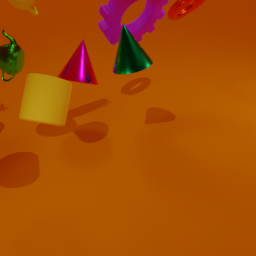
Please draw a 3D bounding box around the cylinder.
[{"bbox_3d":[-1.769,-0.583,6.062,0.962,0.962,0.962,10,-3,0],"label":"cylinder"}]

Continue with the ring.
[{"bbox_3d":[1.954,-3.978,8.910,1.567,1.567,0.313,-33,93,-34],"label":"ring"}]

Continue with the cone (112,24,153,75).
[{"bbox_3d":[0.003,-2.049,6.995,1.081,1.085,1.081,-11,30,6],"label":"cone"}]

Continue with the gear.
[{"bbox_3d":[0.156,-3.092,7.506,1.971,1.971,0.365,-23,66,-26],"label":"gear"}]

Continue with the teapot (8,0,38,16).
[{"bbox_3d":[-2.773,-3.614,7.354,0.836,1.344,0.658,-19,20,19],"label":"teapot"}]

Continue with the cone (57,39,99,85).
[{"bbox_3d":[-1.316,-1.860,7.759,1.167,1.171,1.167,9,8,-1],"label":"cone"}]

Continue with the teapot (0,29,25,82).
[{"bbox_3d":[-3.072,-1.833,7.208,0.650,1.327,0.825,11,18,-2],"label":"teapot"}]
